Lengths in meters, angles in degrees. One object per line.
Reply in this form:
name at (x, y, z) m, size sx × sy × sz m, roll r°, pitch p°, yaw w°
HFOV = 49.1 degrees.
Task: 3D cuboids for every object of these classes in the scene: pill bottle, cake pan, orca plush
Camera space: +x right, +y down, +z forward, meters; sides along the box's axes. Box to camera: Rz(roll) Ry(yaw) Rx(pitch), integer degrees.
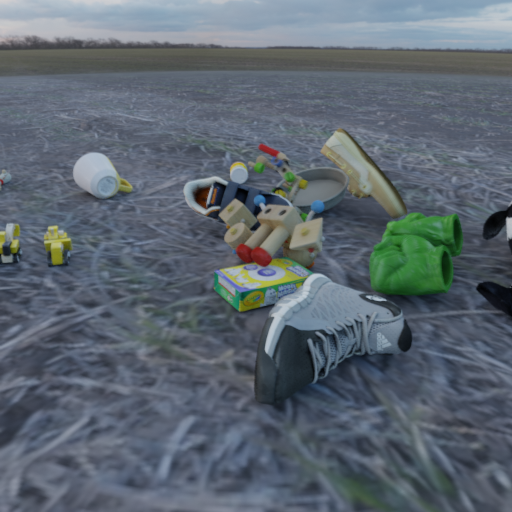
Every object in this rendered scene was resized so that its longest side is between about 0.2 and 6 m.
pill bottle at (-0.492, -2.371, 15.843) m, size 0.489 × 0.489 × 0.868 m, roll -1°, pitch 22°, yaw -2°
cake pan at (1.360, -1.578, 13.596) m, size 1.826 × 0.335 × 1.826 m, roll -11°, pitch 34°, yaw 8°
orca plush at (4.746, -0.660, 9.499) m, size 2.068 × 1.397 × 3.930 m, roll 19°, pitch 47°, yaw 42°

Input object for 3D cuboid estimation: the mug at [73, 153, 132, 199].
mug at (-3.907, -2.026, 14.461) m, size 1.303 × 1.043 × 1.070 m, roll -21°, pitch 38°, yaw -27°

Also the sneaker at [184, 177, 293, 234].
sneaker at (-0.438, -1.062, 11.782) m, size 2.412 × 0.946 × 0.958 m, roll 9°, pitch -12°, yaw 21°

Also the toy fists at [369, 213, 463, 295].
toy fists at (2.740, -0.090, 9.776) m, size 1.316 × 0.888 × 2.582 m, roll -10°, pitch 21°, yaw 30°

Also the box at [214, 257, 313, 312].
box at (0.245, 0.430, 9.425) m, size 1.674 × 0.405 × 0.982 m, roll -9°, pitch 24°, yaw -29°

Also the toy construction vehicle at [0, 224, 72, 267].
toy construction vehicle at (-4.299, -0.292, 10.924) m, size 1.352 × 0.547 × 1.553 m, roll -5°, pitch 24°, yaw -11°

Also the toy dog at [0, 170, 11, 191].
toy dog at (-7.087, -2.130, 15.113) m, size 0.841 × 0.614 × 1.275 m, roll -7°, pitch 24°, yaw -16°

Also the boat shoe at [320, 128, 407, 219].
boat shoe at (2.423, -1.733, 12.688) m, size 2.482 × 0.824 × 0.919 m, roll 55°, pitch 21°, yaw 15°

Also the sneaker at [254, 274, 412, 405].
sneaker at (1.129, 1.039, 7.214) m, size 1.663 × 1.081 × 2.881 m, roll 10°, pitch 24°, yaw 19°

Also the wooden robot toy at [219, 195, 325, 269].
wooden robot toy at (0.439, -0.156, 10.123) m, size 3.026 × 1.373 × 1.333 m, roll 13°, pitch 61°, yaw 53°

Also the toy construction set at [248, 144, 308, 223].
toy construction set at (0.659, -1.454, 12.221) m, size 1.399 × 1.821 × 1.518 m, roll 30°, pitch 63°, yaw 28°
